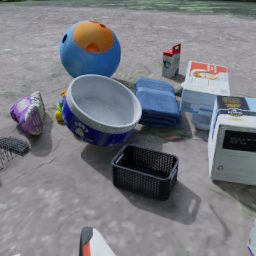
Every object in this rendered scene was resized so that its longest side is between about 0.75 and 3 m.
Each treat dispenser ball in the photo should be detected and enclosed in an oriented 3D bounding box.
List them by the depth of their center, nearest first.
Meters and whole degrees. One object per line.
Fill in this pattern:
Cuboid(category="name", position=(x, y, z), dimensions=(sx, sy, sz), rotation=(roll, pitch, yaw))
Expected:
Cuboid(category="treat dispenser ball", position=(-1.710, -3.454, 12.885), dimensions=(2.802, 2.802, 2.802), rotation=(0, 31, 0))

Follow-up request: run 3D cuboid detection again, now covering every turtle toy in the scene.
Cuboid(category="turtle toy", position=(-1.967, -0.808, 10.139), dimensions=(1.391, 0.965, 1.909), rotation=(-3, 31, -5))

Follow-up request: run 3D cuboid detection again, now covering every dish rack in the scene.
Cuboid(category="dish rack", position=(-3.839, 0.651, 8.186), dimensions=(1.313, 0.467, 1.712), rotation=(15, 34, 22))

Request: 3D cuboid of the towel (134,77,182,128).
Cuboid(category="towel", position=(1.068, -1.012, 10.627), dimensions=(1.653, 0.719, 2.961), rotation=(9, 31, -5))

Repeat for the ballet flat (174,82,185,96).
Cuboid(category="ballet flat", position=(3.023, -1.742, 11.906), dimensions=(2.391, 0.762, 0.806), rotation=(10, 38, 17))

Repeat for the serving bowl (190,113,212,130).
Cuboid(category="serving bowl", position=(2.641, -0.200, 9.759), dimensions=(0.954, 0.314, 0.954), rotation=(0, 30, 0))

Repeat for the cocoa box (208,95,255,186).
Cuboid(category="cocoa box", position=(3.577, 0.331, 7.388), dimensions=(2.670, 1.780, 1.752), rotation=(6, 31, 10))

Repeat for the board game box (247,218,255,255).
Cuboid(category="board game box", position=(3.812, 2.052, 4.845), dimensions=(2.740, 1.437, 1.411), rotation=(-3, 31, -5))

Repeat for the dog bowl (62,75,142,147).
Cuboid(category="dog bowl", position=(-0.828, -0.589, 8.907), dimensions=(2.399, 0.945, 2.399), rotation=(17, 41, -16))

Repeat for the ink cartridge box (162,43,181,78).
Cuboid(category="ink cartridge box", position=(2.164, -3.398, 13.947), dimensions=(0.522, 1.553, 0.902), rotation=(21, 37, 31))

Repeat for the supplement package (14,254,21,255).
Cuboid(category="supplement package", position=(-1.847, 2.817, 4.151), dimensions=(0.787, 0.817, 1.436), rotation=(-12, 32, -22))

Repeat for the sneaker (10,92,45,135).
Cuboid(category="sneaker", position=(-3.539, -0.445, 9.668), dimensions=(1.093, 0.994, 2.473), rotation=(-12, 28, -7))

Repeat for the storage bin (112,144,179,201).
Cuboid(category="storage bin", position=(0.442, 1.103, 7.171), dimensions=(1.533, 0.719, 1.036), rotation=(14, 33, 21))

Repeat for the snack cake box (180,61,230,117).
Cuboid(category="snack cake box", position=(2.803, -1.489, 10.217), dimensions=(1.517, 0.887, 2.639), rotation=(11, 36, 11))

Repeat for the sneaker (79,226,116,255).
Cuboid(category="sneaker", position=(0.168, 2.719, 4.240), dimensions=(1.606, 1.000, 2.996), rotation=(-2, 28, -17))
